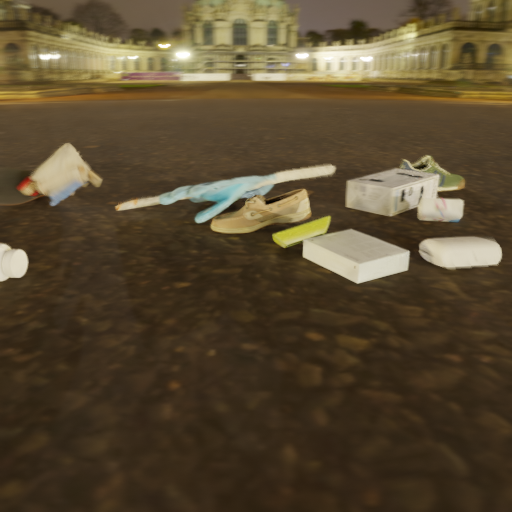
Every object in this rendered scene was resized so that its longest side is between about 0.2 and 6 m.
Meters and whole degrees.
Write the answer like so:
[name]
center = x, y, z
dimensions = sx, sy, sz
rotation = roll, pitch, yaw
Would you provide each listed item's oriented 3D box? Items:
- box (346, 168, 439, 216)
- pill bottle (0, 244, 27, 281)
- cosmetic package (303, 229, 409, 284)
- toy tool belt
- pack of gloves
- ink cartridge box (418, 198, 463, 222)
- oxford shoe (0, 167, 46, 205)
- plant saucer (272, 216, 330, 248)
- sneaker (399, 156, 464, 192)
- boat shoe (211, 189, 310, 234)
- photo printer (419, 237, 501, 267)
[box]
center = 3.262, -1.555, 13.309
dimensions = 1.257, 0.648, 2.156
rotation = 17, 26, 40
[pill bottle]
center = -4.181, 0.093, 8.763
dimensions = 1.061, 0.591, 0.591
rotation = 3, 20, 10
[cosmetic package]
center = 1.647, -0.028, 9.422
dimensions = 1.095, 0.375, 1.453
rotation = -10, 22, -30
[toy tool belt]
center = -4.499, -1.643, 12.897
dimensions = 1.844, 1.133, 1.151
rotation = -28, 31, 30
[pack of gloves]
center = -0.692, -1.175, 12.206
dimensions = 3.802, 0.750, 3.194
rotation = -13, 4, -32
[ink cartridge box]
center = 3.850, -0.955, 11.750
dimensions = 0.822, 0.348, 0.594
rotation = 5, -10, 12
[oxford shoe]
center = -5.759, -1.648, 13.635
dimensions = 0.913, 0.913, 2.561
rotation = -16, 1, 45
[plant saucer]
center = 0.821, -0.386, 9.970
dimensions = 1.036, 0.248, 1.037
rotation = -18, -3, 1
[sneaker]
center = 4.611, -2.175, 14.673
dimensions = 2.004, 0.900, 0.672
rotation = -6, 20, -16
[boat shoe]
center = 0.051, -0.932, 11.304
dimensions = 2.028, 0.654, 0.723
rotation = -11, 21, 0
[photo printer]
center = 3.369, -0.076, 9.436
dimensions = 1.103, 0.383, 0.918
rotation = -3, 11, -8
